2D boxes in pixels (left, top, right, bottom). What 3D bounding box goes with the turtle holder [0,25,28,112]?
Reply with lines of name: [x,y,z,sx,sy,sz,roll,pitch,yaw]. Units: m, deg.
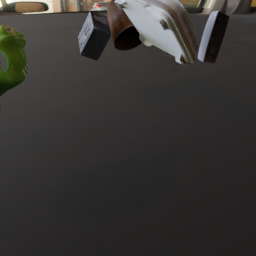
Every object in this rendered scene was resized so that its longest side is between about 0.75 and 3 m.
turtle holder: [-2.659,-0.902,4.226,2.162,1.535,1.643,-28,1,2]

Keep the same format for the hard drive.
hard drive: [1.677,-1.772,5.526,0.200,0.945,0.637,27,23,34]

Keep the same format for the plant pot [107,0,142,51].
plant pot: [-0.134,-3.806,9.931,1.415,1.415,1.514,-16,73,-28]

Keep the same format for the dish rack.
dish rack: [0.783,-2.817,7.757,2.410,0.611,2.808,39,2,30]

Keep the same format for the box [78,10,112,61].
box: [-1.117,-3.023,9.210,0.679,1.101,1.092,13,45,-29]
